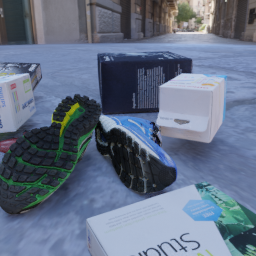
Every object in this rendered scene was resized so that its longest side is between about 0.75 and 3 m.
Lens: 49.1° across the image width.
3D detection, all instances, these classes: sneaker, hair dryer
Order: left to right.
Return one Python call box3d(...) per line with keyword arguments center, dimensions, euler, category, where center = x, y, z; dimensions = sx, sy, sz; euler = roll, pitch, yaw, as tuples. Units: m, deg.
box3d(center=(-2.159, 0.354, 6.225), dimensions=(1.269, 0.453, 1.666), euler=(6, 6, 24), category="hair dryer")
box3d(center=(-1.247, 0.512, 5.048), dimensions=(1.045, 1.141, 2.678), euler=(23, 39, 9), category="sneaker")
box3d(center=(0.230, 0.266, 5.430), dimensions=(1.227, 1.081, 2.751), euler=(-11, 22, -20), category="sneaker")

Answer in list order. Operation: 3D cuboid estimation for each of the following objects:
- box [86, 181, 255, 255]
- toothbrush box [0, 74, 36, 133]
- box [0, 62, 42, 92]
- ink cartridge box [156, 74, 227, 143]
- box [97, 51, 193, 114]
box3d(center=(0.950, 1.536, 2.777), dimensions=(1.954, 0.492, 2.707), euler=(-11, 24, -26), category="box")
box3d(center=(-3.995, -0.574, 6.998), dimensions=(2.779, 1.196, 2.024), euler=(-5, 17, -3), category="toothbrush box")
box3d(center=(-4.370, -1.503, 9.715), dimensions=(2.102, 0.642, 2.654), euler=(3, 35, -1), category="box")
box3d(center=(1.435, -0.488, 6.170), dimensions=(1.134, 1.105, 1.764), euler=(8, 23, 26), category="ink cartridge box")
box3d(center=(0.422, -1.750, 10.015), dimensions=(2.943, 1.728, 2.894), euler=(-4, 20, -7), category="box")
